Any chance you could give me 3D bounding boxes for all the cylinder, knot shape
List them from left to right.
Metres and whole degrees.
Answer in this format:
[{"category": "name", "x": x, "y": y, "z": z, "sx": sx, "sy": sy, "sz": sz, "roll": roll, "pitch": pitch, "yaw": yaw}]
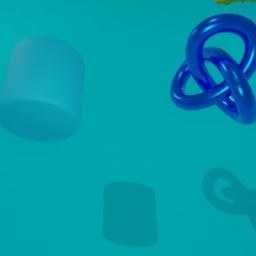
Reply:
[{"category": "cylinder", "x": -1.386, "y": -0.613, "z": 4.646, "sx": 1.270, "sy": 1.270, "sz": 1.270, "roll": -1, "pitch": 59, "yaw": 0}, {"category": "knot shape", "x": 1.585, "y": -0.790, "z": 4.765, "sx": 0.859, "sy": 1.858, "sz": 1.739, "roll": -21, "pitch": 72, "yaw": -35}]

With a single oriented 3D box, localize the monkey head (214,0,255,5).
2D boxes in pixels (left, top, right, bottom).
[{"category": "monkey head", "x": 2.543, "y": -3.390, "z": 6.320, "sx": 1.273, "sy": 1.770, "sz": 1.066, "roll": 7, "pitch": 92, "yaw": 3}]
